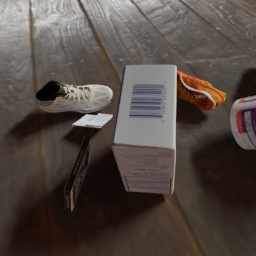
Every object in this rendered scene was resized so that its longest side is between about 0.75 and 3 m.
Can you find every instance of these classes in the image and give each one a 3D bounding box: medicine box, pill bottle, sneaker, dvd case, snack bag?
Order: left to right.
[{"bbox_3d":[-1.602,-0.938,8.477,2.369,1.363,0.894,-8,85,-4],"label":"sneaker"},{"bbox_3d":[-1.161,1.060,6.565,0.182,1.109,1.475,14,51,1],"label":"dvd case"},{"bbox_3d":[-1.055,-0.238,8.378,0.955,0.102,0.901,5,26,22],"label":"snack bag"},{"bbox_3d":[0.491,0.113,6.468,1.197,2.325,2.117,2,57,8],"label":"medicine box"},{"bbox_3d":[2.219,-1.312,9.389,0.878,0.830,2.275,-24,49,-28],"label":"sneaker"},{"bbox_3d":[4.109,-0.276,7.037,2.606,1.452,1.452,-11,28,46],"label":"pill bottle"}]
